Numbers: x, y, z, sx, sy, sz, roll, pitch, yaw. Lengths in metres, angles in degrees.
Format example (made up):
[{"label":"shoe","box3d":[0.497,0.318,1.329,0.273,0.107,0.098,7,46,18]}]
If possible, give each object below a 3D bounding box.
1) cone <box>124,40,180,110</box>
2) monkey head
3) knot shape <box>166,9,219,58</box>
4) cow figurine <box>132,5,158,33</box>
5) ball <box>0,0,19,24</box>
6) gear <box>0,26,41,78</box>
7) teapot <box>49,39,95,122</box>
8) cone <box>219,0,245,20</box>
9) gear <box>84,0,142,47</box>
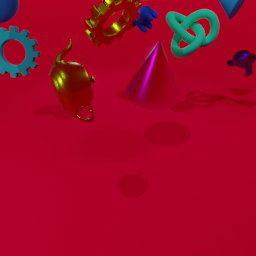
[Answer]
[{"label":"cone","box3d":[0.666,-1.433,6.738,1.437,1.443,1.437,3,43,-2]},{"label":"monkey head","box3d":[3.727,-2.096,9.062,0.683,0.816,1.134,1,0,-16]},{"label":"knot shape","box3d":[2.078,-3.065,8.799,1.601,1.711,0.791,-12,-17,0]},{"label":"cow figurine","box3d":[0.433,-4.310,10.844,1.264,1.285,0.705,47,59,6]},{"label":"ball","box3d":[-3.303,-3.187,6.861,1.187,1.187,1.187,0,28,0]},{"label":"gear","box3d":[-3.332,-2.220,8.226,1.419,1.419,0.262,-1,14,-2]},{"label":"teapot","box3d":[-0.810,-0.671,4.204,0.622,1.270,0.790,-22,10,-16]},{"label":"cone","box3d":[3.140,-4.143,8.961,0.939,0.936,0.936,39,41,16]},{"label":"gear","box3d":[-0.486,-3.578,9.219,2.041,2.041,0.378,-26,73,-40]}]
